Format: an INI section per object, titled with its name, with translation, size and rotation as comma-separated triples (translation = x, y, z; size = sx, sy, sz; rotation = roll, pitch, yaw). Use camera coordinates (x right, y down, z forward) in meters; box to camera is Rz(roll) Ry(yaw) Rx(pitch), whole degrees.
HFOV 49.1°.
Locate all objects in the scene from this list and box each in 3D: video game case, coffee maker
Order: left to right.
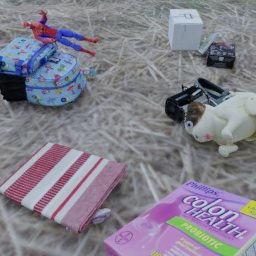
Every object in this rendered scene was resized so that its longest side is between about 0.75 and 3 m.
[coffee maker]
translation = 2.034, -0.910, 10.265
size = 1.414, 0.952, 1.358
rotation = -25, 27, -28
[video game case]
translation = 3.837, -4.085, 13.564
size = 0.114, 1.032, 0.939
rotation = 34, 21, -11

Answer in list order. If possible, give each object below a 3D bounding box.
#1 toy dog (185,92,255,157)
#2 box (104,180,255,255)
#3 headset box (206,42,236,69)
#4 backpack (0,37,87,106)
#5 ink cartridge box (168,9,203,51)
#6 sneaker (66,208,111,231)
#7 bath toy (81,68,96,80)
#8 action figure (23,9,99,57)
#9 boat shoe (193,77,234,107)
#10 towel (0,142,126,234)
[toy dog]
translation = 3.020, -0.307, 8.785
size = 2.449, 1.709, 2.375
rotation = -9, 56, 6
[box]
translation = 1.272, 2.388, 5.418
size = 2.584, 1.249, 2.273
rotation = -26, 17, -27
[headset box]
translation = 4.412, -3.527, 13.322
size = 1.226, 0.619, 1.650
rotation = 9, 42, 10
[backpack]
translation = -3.162, -2.123, 10.746
size = 2.918, 1.963, 2.664
rotation = 12, 42, 12
[ink cartridge box]
translation = 2.896, -5.067, 14.454
size = 1.431, 1.437, 1.959
rotation = 0, 42, 0
[sneaker]
translation = -1.010, 2.144, 6.993
size = 1.145, 0.429, 0.570
rotation = -13, 49, -14
[bath toy]
translation = -1.950, -2.380, 12.198
size = 1.108, 0.482, 0.410
rotation = 9, 8, 16
[action figure]
translation = -2.392, -3.415, 10.208
size = 2.752, 0.898, 1.362
rotation = 12, 3, -20
[boat shoe]
translation = 3.447, -0.965, 10.221
size = 1.023, 0.868, 2.809
rotation = -27, 48, -27
[towel]
translation = -1.807, 1.438, 7.636
size = 2.999, 0.341, 2.160
rotation = 13, 43, 29
